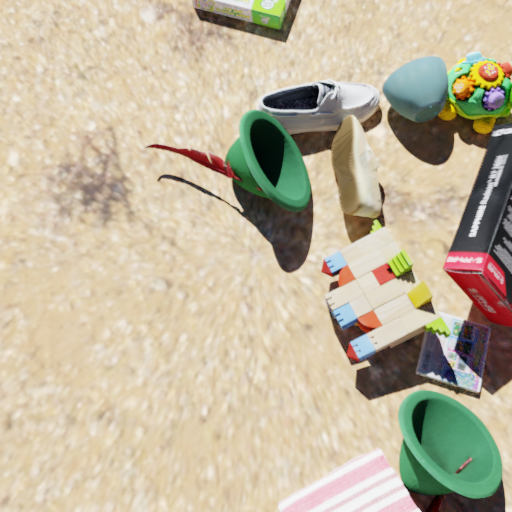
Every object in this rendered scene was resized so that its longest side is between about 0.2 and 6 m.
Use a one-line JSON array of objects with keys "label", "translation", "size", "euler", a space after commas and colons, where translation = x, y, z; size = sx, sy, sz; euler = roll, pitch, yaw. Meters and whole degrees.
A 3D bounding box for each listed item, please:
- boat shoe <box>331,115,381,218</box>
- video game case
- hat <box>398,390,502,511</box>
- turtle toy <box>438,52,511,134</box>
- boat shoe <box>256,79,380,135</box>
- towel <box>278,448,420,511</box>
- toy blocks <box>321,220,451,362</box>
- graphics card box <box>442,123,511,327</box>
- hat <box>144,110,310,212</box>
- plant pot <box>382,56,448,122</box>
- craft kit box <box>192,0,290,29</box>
[{"label": "boat shoe", "translation": [1.837, -1.590, 10.037], "size": [0.654, 0.726, 2.013], "euler": [11, 61, -25]}, {"label": "video game case", "translation": [3.263, 1.563, 9.255], "size": [1.027, 0.134, 1.128], "euler": [17, 70, 5]}, {"label": "hat", "translation": [2.465, 3.377, 8.594], "size": [1.727, 1.836, 2.085], "euler": [40, 35, 19]}, {"label": "turtle toy", "translation": [4.372, -3.085, 10.418], "size": [1.901, 0.961, 1.385], "euler": [23, 73, 8]}, {"label": "boat shoe", "translation": [1.170, -2.880, 10.412], "size": [2.416, 0.828, 0.870], "euler": [-6, 71, -3]}, {"label": "towel", "translation": [1.620, 4.229, 7.887], "size": [1.857, 0.380, 2.537], "euler": [-24, 50, -9]}, {"label": "toy blocks", "translation": [1.850, 0.668, 9.174], "size": [1.560, 1.140, 2.282], "euler": [-27, 68, 2]}, {"label": "graphics card box", "translation": [4.135, -0.515, 9.088], "size": [1.810, 0.734, 2.885], "euler": [38, 69, -33]}, {"label": "hat", "translation": [-0.377, -1.440, 10.154], "size": [1.943, 1.829, 2.208], "euler": [-26, 85, 34]}, {"label": "plant pot", "translation": [3.009, -2.937, 10.250], "size": [1.186, 1.186, 0.799], "euler": [-15, 72, -5]}, {"label": "craft kit box", "translation": [-0.135, -5.773, 11.646], "size": [1.909, 0.463, 1.886], "euler": [16, 74, 6]}]
